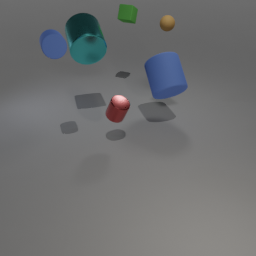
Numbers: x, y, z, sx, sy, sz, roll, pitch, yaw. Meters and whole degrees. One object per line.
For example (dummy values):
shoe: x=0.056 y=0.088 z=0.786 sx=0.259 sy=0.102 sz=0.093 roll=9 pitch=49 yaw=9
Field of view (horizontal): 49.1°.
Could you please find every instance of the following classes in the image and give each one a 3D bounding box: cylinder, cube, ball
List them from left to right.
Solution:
cylinder: x=-2.148 y=-2.403 z=8.017 sx=0.700 sy=0.700 sz=0.700 roll=-11 pitch=32 yaw=-17
cylinder: x=-1.631 y=-3.413 z=10.755 sx=1.400 sy=1.400 sz=1.400 roll=-9 pitch=55 yaw=-14
cylinder: x=-0.363 y=-0.658 z=9.785 sx=0.700 sy=0.700 sz=0.700 roll=13 pitch=48 yaw=-15
cube: x=-0.011 y=-5.501 z=13.511 sx=0.700 sy=0.700 sz=0.700 roll=15 pitch=12 yaw=20
cylinder: x=1.479 y=-2.029 z=11.006 sx=1.400 sy=1.400 sz=1.400 roll=-14 pitch=-12 yaw=-3
ball: x=1.809 y=-4.810 z=12.876 sx=0.700 sy=0.700 sz=0.700 roll=0 pitch=31 yaw=0
